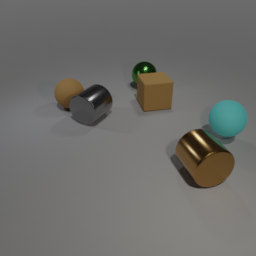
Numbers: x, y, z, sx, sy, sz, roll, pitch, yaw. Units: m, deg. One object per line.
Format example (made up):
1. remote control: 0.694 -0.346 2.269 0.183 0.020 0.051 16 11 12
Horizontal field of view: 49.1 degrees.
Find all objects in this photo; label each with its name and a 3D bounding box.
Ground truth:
1. cube: 1.269 -1.780 13.578 1.400 1.400 1.400 -7 32 -11
2. ball: -2.758 -1.643 13.238 1.400 1.400 1.400 0 32 0
3. cylinder: -1.615 -1.053 12.400 1.400 1.400 1.400 16 35 24
4. cylinder: 2.460 0.951 9.100 1.400 1.400 1.400 -9 31 -14
5. ball: 3.801 -0.364 10.692 1.400 1.400 1.400 0 32 0
6. ball: 0.898 -2.934 15.347 1.400 1.400 1.400 0 32 0
